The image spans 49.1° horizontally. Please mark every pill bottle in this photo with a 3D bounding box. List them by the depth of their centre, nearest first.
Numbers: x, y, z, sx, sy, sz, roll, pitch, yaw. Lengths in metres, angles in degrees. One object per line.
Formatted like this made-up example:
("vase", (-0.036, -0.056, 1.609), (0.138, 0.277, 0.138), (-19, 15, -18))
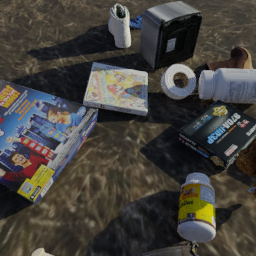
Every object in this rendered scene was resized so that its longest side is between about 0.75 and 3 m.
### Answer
("pill bottle", (1.531, 1.715, 6.219), (0.770, 0.770, 1.409), (8, 45, 8))
("pill bottle", (3.371, -1.371, 9.115), (1.958, 1.110, 1.110), (3, 45, 3))

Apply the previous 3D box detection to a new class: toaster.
("toaster", (1.604, -3.558, 10.575), (2.007, 2.219, 1.317), (-25, 54, -22))

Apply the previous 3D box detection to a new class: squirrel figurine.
("squirrel figurine", (3.189, 0.973, 6.400), (1.008, 1.329, 1.424), (16, 18, -42))

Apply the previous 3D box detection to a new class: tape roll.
("tape roll", (1.688, -1.549, 9.382), (1.136, 0.397, 1.136), (2, 80, -13))

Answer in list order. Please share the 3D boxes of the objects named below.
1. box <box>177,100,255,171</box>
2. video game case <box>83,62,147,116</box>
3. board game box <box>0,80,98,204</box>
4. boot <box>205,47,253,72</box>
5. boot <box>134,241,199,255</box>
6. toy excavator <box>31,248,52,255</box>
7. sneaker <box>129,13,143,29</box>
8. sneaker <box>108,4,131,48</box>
("box", (2.663, 0.125, 8.050), (2.006, 0.461, 1.594), (-33, 54, -29))
("video game case", (-0.338, -1.376, 9.472), (2.018, 0.254, 2.218), (10, 45, -5))
("board game box", (-2.729, 0.068, 7.296), (2.842, 0.877, 2.844), (29, 62, 5))
("boot", (3.660, -2.389, 10.334), (1.663, 0.723, 2.000), (2, 50, -8))
("boot", (1.286, 3.091, 4.702), (2.761, 0.956, 2.404), (-4, 45, -1))
("toy excavator", (-1.301, 2.843, 5.313), (1.155, 0.593, 1.188), (-3, 32, -6))
("sneaker", (0.776, -5.177, 13.273), (1.700, 0.699, 0.629), (-13, 48, -11))
("sneaker", (-0.361, -4.800, 12.329), (0.957, 1.501, 2.597), (-10, 44, -8))
